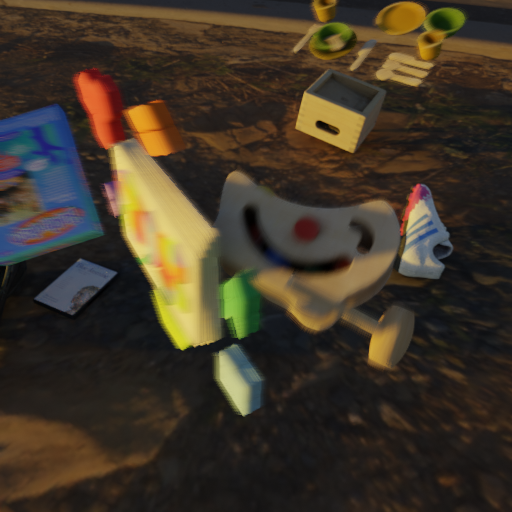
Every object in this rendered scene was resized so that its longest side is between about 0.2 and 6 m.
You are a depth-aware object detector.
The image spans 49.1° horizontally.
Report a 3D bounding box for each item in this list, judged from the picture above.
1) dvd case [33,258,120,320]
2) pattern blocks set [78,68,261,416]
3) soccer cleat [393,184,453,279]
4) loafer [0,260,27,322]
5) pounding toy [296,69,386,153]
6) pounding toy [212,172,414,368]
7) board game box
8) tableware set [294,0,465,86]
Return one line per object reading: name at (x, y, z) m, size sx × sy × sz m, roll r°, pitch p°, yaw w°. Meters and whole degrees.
dvd case at (-3.370, 0.595, 10.601) m, size 0.971 × 0.119 × 1.361 m, roll 18°, pitch 43°, yaw 20°
pattern blocks set at (-1.164, -0.205, 6.987) m, size 0.344 × 3.730 × 4.244 m, roll -23°, pitch 40°, yaw -23°
soccer cleat at (3.443, -0.465, 11.374) m, size 1.100 × 0.890 × 2.548 m, roll 15°, pitch 48°, yaw 12°
loafer at (-4.854, 0.703, 9.813) m, size 0.917 × 0.948 × 2.702 m, roll 3°, pitch 40°, yaw 3°
pounding toy at (2.090, -3.922, 15.226) m, size 2.210 × 1.571 × 2.035 m, roll 26°, pitch 46°, yaw 13°
pounding toy at (0.701, -0.145, 6.056) m, size 2.674 × 1.534 × 1.529 m, roll 32°, pitch 79°, yaw 17°
board game box at (-3.742, -1.162, 9.321) m, size 1.723 × 2.266 × 0.510 m, roll -18°, pitch -3°, yaw -5°
tableware set at (2.145, -4.079, 10.006) m, size 2.745 × 0.421 × 1.849 m, roll 27°, pitch 71°, yaw 28°
